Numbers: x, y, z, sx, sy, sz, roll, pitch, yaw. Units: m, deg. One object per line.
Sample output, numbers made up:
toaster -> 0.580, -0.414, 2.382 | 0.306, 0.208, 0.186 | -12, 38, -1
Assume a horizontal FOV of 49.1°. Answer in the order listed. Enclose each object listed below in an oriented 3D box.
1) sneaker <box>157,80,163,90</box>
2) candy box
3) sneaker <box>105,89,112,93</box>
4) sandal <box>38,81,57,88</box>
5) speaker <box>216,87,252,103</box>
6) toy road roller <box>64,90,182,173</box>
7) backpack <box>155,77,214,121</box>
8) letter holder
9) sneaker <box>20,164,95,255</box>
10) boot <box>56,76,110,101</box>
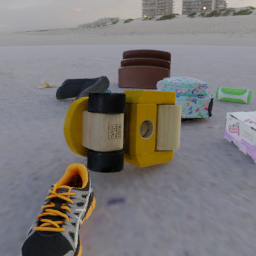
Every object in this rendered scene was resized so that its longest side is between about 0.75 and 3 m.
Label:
sneaker -> 2.273, -1.958, 13.197 | 2.061, 0.778, 1.173 | 3, 19, -9
candy box -> 3.972, 0.173, 7.317 | 2.211, 0.791, 1.854 | -2, 20, -6
sneaker -> -0.850, -1.450, 12.176 | 1.200, 0.478, 0.465 | 11, 23, 24
sandal -> -4.248, -2.305, 14.715 | 0.965, 0.317, 0.354 | -7, 22, -19
speaker -> 4.488, -1.409, 11.921 | 1.372, 0.607, 0.607 | 10, 23, 26
toy road roller -> -0.207, -0.070, 6.380 | 2.594, 1.594, 1.894 | -4, 9, -38
backpack -> 1.750, -0.976, 9.641 | 1.987, 1.496, 1.764 | -10, 21, -11
letter holder -> 0.889, -3.103, 14.639 | 2.628, 1.868, 1.321 | 4, 21, 9
sneaker -> -1.033, 1.307, 4.232 | 0.834, 0.823, 2.131 | 3, 22, 3
boot -> -2.151, -1.409, 11.397 | 2.348, 0.771, 1.935 | 5, 38, 35
